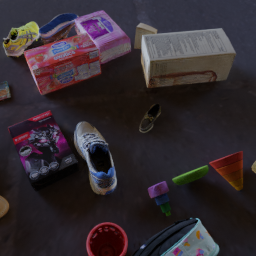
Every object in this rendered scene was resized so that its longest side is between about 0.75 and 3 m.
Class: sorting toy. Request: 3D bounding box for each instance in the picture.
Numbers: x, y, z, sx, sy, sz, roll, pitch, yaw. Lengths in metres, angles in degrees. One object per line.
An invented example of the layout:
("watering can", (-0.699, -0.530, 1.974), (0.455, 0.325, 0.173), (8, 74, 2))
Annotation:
("sorting toy", (1.866, 1.442, 6.982), (2.711, 0.940, 0.934), (-19, 79, -16))

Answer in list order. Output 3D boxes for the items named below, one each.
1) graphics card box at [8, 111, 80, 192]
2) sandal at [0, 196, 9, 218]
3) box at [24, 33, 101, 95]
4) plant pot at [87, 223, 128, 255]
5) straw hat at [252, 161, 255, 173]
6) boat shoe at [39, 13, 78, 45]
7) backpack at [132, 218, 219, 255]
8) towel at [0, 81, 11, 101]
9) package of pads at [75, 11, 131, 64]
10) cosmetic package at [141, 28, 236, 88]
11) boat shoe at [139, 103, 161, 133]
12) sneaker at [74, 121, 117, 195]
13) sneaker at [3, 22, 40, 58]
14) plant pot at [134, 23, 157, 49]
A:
("graphics card box", (-2.324, 0.556, 7.670), (1.293, 0.524, 2.061), (-24, 58, -17))
("sandal", (-3.996, 1.633, 6.751), (2.139, 0.704, 0.784), (16, 55, 11))
("box", (-2.108, -2.147, 9.312), (2.201, 1.130, 1.042), (-24, 57, -15))
("plant pot", (-0.440, 2.573, 5.972), (0.849, 0.773, 0.849), (2, 47, -2))
("straw hat", (4.157, 1.147, 7.035), (1.803, 1.803, 0.763), (-24, 99, -17))
("boat shoe", (-2.641, -3.807, 10.798), (0.693, 0.694, 1.919), (31, 55, 22))
("backpack", (0.968, 2.642, 5.540), (1.718, 1.510, 1.317), (-38, 78, -25))
("towel", (-4.222, -1.195, 9.242), (0.596, 0.088, 0.812), (-19, 56, -13))
("package of pads", (-0.967, -3.406, 10.421), (1.309, 0.822, 2.172), (-25, 57, -17))
("cosmetic package", (1.909, -2.342, 9.394), (2.772, 1.210, 1.433), (-6, 53, -4))
("boat shoe", (0.663, -0.321, 8.442), (0.383, 0.323, 1.073), (24, 57, 17))
("sneaker", (-0.814, 0.569, 7.332), (0.853, 0.943, 2.214), (-17, 57, -20))
("sneaker", (-3.959, -3.481, 10.532), (0.737, 0.746, 1.953), (11, 53, 11))
("plant pot", (0.669, -3.309, 10.182), (0.685, 0.772, 0.773), (12, 33, 8))
